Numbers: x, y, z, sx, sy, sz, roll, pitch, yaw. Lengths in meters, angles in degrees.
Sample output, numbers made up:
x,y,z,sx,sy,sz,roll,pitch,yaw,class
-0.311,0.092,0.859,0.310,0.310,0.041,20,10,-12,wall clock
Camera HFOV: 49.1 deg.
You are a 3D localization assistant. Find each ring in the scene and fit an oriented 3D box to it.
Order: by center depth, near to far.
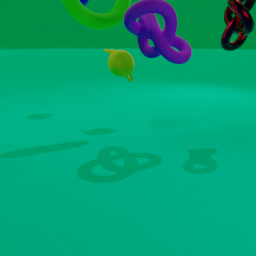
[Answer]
x,y,z,sx,sy,sz,roll,pitch,yaw,class
-0.748,-3.237,6.608,1.795,1.795,0.359,-9,3,-26,ring

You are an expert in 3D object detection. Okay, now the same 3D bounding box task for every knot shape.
x,y,z,sx,sy,sz,roll,pitch,yaw,class
0.547,-2.016,5.750,1.624,0.751,1.520,40,-1,34,knot shape
2.355,-2.329,5.957,0.594,1.285,1.202,9,9,14,knot shape

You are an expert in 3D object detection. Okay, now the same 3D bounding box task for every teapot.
x,y,z,sx,sy,sz,roll,pitch,yaw,class
-0.245,-1.768,7.694,0.741,1.191,0.583,-40,6,-22,teapot

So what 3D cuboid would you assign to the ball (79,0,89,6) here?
x,y,z,sx,sy,sz,roll,pitch,yaw,class
-1.666,-4.439,9.343,0.778,0.778,0.778,0,17,0,ball
